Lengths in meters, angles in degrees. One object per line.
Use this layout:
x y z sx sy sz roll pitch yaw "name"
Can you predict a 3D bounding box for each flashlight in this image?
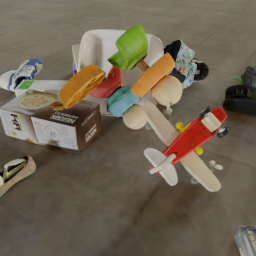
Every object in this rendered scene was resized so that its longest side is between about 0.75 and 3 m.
4.888 -1.155 9.091 1.017 1.014 2.994 4 33 -28 "flashlight"

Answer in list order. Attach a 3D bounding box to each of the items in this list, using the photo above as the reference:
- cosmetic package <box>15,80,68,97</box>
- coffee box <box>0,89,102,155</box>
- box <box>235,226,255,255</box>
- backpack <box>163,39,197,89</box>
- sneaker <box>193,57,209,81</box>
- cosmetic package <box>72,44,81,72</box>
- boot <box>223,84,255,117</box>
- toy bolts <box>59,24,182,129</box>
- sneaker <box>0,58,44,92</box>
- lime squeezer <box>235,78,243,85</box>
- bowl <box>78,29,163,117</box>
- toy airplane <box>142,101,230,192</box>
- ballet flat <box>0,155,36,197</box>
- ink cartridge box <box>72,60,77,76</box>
-2.852 -1.168 9.480 1.582 0.671 0.851 0 33 2 "cosmetic package"
-2.121 -0.233 7.871 2.393 0.954 1.368 13 37 18 "coffee box"
2.628 2.376 4.624 1.226 0.374 1.548 0 35 0 "box"
1.578 -2.116 9.722 1.294 1.526 1.719 25 64 -25 "backpack"
1.683 -2.478 11.201 2.883 0.958 1.304 5 31 3 "sneaker"
-1.412 -2.249 10.376 1.004 0.678 1.908 -14 61 -11 "cosmetic package"
3.927 -0.950 9.247 1.511 0.569 1.130 14 37 20 "boot"
-0.167 -0.745 7.265 2.675 2.800 1.942 -42 91 -16 "toy bolts"
-3.859 -1.965 10.698 0.902 0.771 2.048 27 50 19 "sneaker"
4.303 -1.719 10.763 0.364 0.195 1.031 -21 25 30 "lime squeezer"
-0.271 -1.682 8.710 2.539 2.542 0.949 2 17 -10 "bowl"
1.230 0.409 6.421 1.939 1.948 1.374 4 -5 -1 "toy airplane"
-2.805 1.103 6.334 0.531 0.524 1.559 20 40 26 "ballet flat"
-1.434 -2.486 11.465 1.572 0.600 1.072 -2 35 -6 "ink cartridge box"
